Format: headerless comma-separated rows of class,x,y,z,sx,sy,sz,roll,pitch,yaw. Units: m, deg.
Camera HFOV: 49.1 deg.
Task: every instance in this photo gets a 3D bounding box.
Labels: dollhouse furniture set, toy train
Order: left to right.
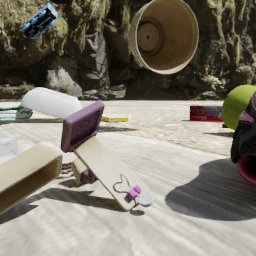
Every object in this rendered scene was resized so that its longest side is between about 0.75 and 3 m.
toy train,-2.652,-3.175,8.403,1.201,0.521,0.686,-29,41,18
dollhouse furniture set,-0.553,0.732,2.630,1.487,1.178,1.055,-33,68,-35

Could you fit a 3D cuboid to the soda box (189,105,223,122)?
soda box,3.528,-0.588,11.237,2.037,0.646,0.713,2,6,21

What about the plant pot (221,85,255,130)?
plant pot,3.406,-0.330,7.301,1.340,1.340,1.433,-1,19,-12

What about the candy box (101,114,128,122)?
candy box,-0.673,-0.432,11.744,0.849,0.219,1.662,0,7,-22

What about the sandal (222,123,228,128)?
sandal,3.704,-0.140,9.118,1.251,0.268,0.476,-1,7,-8

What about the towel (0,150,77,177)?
towel,-1.183,0.514,3.931,1.350,0.233,0.894,-4,6,-28

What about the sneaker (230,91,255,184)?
sneaker,1.810,0.123,3.541,1.167,1.254,2.906,35,4,32

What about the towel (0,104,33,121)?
towel,-5.380,-0.611,10.735,2.383,0.670,2.784,2,3,10

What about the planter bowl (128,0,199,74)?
planter bowl,0.837,-2.655,8.207,2.023,2.023,1.362,-3,16,-24

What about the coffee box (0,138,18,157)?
coffee box,-2.312,0.369,4.438,0.940,0.375,0.537,1,7,9

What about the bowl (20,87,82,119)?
bowl,-3.006,-1.041,11.579,2.351,0.878,2.348,16,5,-5
